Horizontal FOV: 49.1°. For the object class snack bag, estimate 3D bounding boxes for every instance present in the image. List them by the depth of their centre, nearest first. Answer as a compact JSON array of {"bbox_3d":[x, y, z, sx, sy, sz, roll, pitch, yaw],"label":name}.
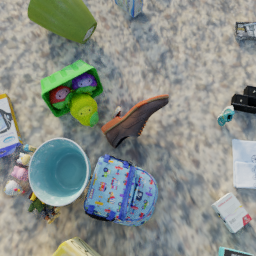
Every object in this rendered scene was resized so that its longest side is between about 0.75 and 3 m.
[{"bbox_3d":[4.723,1.309,10.260,1.747,0.198,1.853,4,73,2],"label":"snack bag"}]

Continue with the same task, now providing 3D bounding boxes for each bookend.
[{"bbox_3d":[4.554,-1.208,10.885,1.082,0.502,1.089,12,73,4],"label":"bookend"}]

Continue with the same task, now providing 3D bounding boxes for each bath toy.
[{"bbox_3d":[-3.725,1.537,9.954,0.684,0.805,1.850,24,78,-16],"label":"bath toy"}]

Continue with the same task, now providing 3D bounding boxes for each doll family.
[{"bbox_3d":[-2.454,1.910,9.697,1.531,1.040,2.649,42,71,18],"label":"doll family"}]

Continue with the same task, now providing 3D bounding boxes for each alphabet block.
[{"bbox_3d":[-1.464,4.920,7.999,2.466,2.408,2.421,36,74,11],"label":"alphabet block"}]

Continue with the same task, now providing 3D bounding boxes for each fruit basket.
[{"bbox_3d":[-1.898,-1.137,10.398,2.344,1.691,2.344,-5,57,8],"label":"fruit basket"}]

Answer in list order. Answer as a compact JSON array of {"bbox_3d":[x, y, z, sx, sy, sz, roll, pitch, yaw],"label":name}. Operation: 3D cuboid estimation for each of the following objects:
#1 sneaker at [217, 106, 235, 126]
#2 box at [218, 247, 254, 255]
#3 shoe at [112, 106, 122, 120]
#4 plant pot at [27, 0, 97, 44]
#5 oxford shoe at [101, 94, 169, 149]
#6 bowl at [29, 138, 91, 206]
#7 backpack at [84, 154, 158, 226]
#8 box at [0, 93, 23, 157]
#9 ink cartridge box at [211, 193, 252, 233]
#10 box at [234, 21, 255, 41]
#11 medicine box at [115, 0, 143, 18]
[{"bbox_3d":[3.605,-0.371,10.322,0.409,1.054,0.420,-6,57,-10],"label":"sneaker"},{"bbox_3d":[3.300,5.122,8.865,0.975,0.582,2.369,12,73,4],"label":"box"},{"bbox_3d":[-0.424,-0.489,10.533,0.266,0.761,0.203,-7,53,-29],"label":"shoe"},{"bbox_3d":[-2.434,-4.522,11.297,2.255,2.110,2.110,37,76,-4],"label":"plant pot"},{"bbox_3d":[0.396,-0.239,10.086,2.773,0.987,1.006,-32,78,20],"label":"oxford shoe"},{"bbox_3d":[-2.005,1.396,8.994,2.057,1.076,2.057,-2,81,14],"label":"bowl"},{"bbox_3d":[-0.105,2.148,9.240,2.347,1.579,2.143,20,73,-1],"label":"backpack"},{"bbox_3d":[-4.923,0.002,10.534,1.420,0.495,2.386,-20,76,-6],"label":"box"},{"bbox_3d":[3.548,2.891,9.631,0.793,0.451,1.089,-32,75,-9],"label":"ink cartridge box"},{"bbox_3d":[5.044,-4.127,11.926,0.967,0.241,0.762,3,73,0],"label":"box"},{"bbox_3d":[0.032,-5.573,11.927,1.214,1.106,0.625,43,77,12],"label":"medicine box"}]
